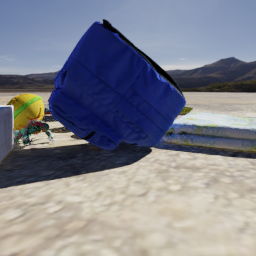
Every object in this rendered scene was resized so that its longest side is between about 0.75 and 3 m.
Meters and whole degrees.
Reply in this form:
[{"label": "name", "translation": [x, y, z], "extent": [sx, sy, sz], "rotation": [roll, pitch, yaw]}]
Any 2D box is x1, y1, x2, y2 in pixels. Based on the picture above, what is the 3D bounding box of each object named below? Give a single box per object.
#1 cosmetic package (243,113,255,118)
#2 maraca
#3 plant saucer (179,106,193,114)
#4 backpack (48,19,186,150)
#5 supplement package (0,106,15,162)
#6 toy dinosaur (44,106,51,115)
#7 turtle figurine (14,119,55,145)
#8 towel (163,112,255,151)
[{"label": "cosmetic package", "translation": [4.440, -0.208, 9.791], "extent": [0.724, 0.511, 1.398], "rotation": [5, 10, 28]}, {"label": "maraca", "translation": [-3.181, -0.372, 8.475], "extent": [1.325, 1.034, 1.933], "rotation": [-42, 4, -35]}, {"label": "plant saucer", "translation": [2.420, -0.934, 14.712], "extent": [1.480, 0.355, 1.482], "rotation": [-3, 10, -19]}, {"label": "backpack", "translation": [-0.321, -0.705, 7.051], "extent": [2.975, 2.497, 2.418], "rotation": [32, 1, -20]}, {"label": "supplement package", "translation": [-3.152, 0.115, 5.915], "extent": [1.065, 1.106, 1.945], "rotation": [0, 8, -11]}, {"label": "toy dinosaur", "translation": [-3.998, -0.798, 13.836], "extent": [1.417, 1.561, 0.820], "rotation": [32, -16, -16]}, {"label": "turtle figurine", "translation": [-2.426, 0.116, 7.373], "extent": [1.394, 0.702, 1.044], "rotation": [-4, -4, 36]}, {"label": "towel", "translation": [2.637, 0.012, 7.920], "extent": [2.812, 0.677, 2.407], "rotation": [4, 9, 27]}]
